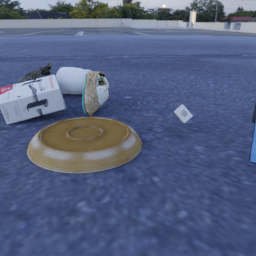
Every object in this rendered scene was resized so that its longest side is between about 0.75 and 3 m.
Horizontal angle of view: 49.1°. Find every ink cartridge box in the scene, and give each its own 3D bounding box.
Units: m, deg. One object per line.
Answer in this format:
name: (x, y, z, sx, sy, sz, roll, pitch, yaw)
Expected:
ink cartridge box: (-2.803, -0.878, 8.247, 1.689, 0.707, 1.218, -16, 34, -13)

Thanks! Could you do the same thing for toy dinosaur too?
toy dinosaur: (-3.421, -1.700, 10.215, 1.410, 1.061, 2.758, -23, 23, -21)

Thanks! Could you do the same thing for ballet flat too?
ballet flat: (-1.018, -1.251, 9.102, 0.789, 0.853, 2.418, -9, 39, 1)

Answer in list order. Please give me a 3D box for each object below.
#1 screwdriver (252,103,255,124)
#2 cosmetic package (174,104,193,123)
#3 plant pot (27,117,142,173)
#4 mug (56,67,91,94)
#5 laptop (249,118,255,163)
screwdriver: (3.514, -1.369, 6.864, 0.371, 2.659, 0.387, 12, 1, -40)
cosmetic package: (1.456, -0.374, 7.410, 0.287, 0.408, 0.804, -41, -5, 9)
plant pot: (-0.992, 0.233, 6.556, 2.644, 0.363, 2.644, 0, 21, 0)
mug: (-1.879, -1.887, 10.777, 1.211, 1.020, 1.382, 7, 38, 25)
laptop: (3.522, -0.302, 4.536, 2.421, 1.499, 2.586, 6, -19, 15)
